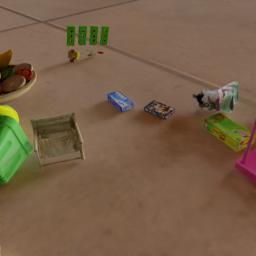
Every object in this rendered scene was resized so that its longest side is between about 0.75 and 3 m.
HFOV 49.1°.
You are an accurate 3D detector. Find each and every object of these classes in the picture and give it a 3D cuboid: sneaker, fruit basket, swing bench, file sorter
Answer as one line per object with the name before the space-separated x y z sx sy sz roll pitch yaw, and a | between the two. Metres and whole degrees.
sneaker | 2.711 -1.013 8.807 1.316 0.731 1.881 4 19 28
fruit basket | -3.480 0.046 6.792 2.452 1.769 2.452 -1 55 1
swing bench | -1.741 0.281 6.944 1.126 0.734 1.132 -10 47 -14
file sorter | 4.278 0.571 5.763 2.075 1.873 2.986 -25 44 -28

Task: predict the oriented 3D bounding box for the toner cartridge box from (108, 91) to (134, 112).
toner cartridge box | -0.249 -0.870 9.020 0.443 0.202 0.934 -21 42 -25

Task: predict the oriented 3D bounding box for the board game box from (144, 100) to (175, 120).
board game box | 0.972 -0.566 8.674 0.804 0.139 0.545 25 44 29

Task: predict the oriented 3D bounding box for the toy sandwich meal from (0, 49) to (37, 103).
toy sandwich meal | -4.721 -1.855 9.606 3.048 1.044 3.048 0 37 0

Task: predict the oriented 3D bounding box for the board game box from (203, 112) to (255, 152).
board game box | 2.748 0.078 7.702 0.642 0.301 1.263 -20 42 -24

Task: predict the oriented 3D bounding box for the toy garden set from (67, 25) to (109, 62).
toy garden set | -1.717 -3.513 11.591 1.755 1.463 0.350 -10 38 -28
